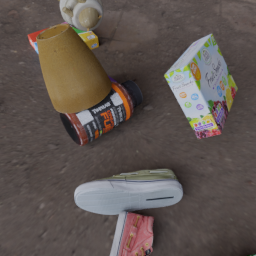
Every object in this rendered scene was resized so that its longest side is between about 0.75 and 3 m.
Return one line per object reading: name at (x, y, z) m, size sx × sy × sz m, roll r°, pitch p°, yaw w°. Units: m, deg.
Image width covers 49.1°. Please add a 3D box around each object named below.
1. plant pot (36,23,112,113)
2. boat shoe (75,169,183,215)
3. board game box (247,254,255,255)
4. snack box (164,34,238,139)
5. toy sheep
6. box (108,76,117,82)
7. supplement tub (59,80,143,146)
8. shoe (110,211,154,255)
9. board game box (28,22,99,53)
plant pot at (-1.617, -1.747, 7.721) m, size 1.845 × 1.980 × 1.845 m, roll -12°, pitch 38°, yaw 10°
boat shoe at (0.016, 1.616, 7.341) m, size 2.769 × 0.997 × 0.859 m, roll 0°, pitch 31°, yaw -7°
board game box at (1.745, 3.860, 5.224) m, size 2.904 × 0.423 × 1.954 m, roll -13°, pitch 65°, yaw -21°
snack box at (2.186, -1.279, 7.882) m, size 0.739 × 1.985 × 2.791 m, roll -20°, pitch 20°, yaw 38°
toy sheep at (-1.248, -3.187, 7.330) m, size 1.205 × 1.205 × 1.748 m, roll -18°, pitch 56°, yaw -13°
box at (-0.756, -1.582, 9.890) m, size 0.190 × 0.666 × 0.973 m, roll -37°, pitch 60°, yaw -25°
supplement tub at (-0.756, -0.584, 8.683) m, size 2.483 × 1.328 × 1.328 m, roll -32°, pitch 58°, yaw -21°
shoe at (0.098, 2.867, 6.363) m, size 0.894 × 0.702 × 1.965 m, roll 5°, pitch 48°, yaw 9°
board game box at (-2.667, -3.612, 11.606) m, size 2.346 × 0.473 × 1.795 m, roll -28°, pitch 57°, yaw -20°
